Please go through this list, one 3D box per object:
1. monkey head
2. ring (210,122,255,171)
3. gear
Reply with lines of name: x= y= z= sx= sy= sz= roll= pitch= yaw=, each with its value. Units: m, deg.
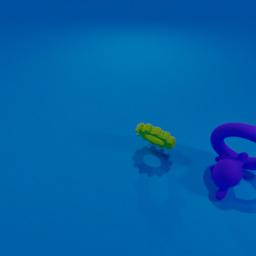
monkey head: x=2.397 y=1.059 z=6.501 sx=0.907 sy=1.260 sz=0.759 roll=21 pitch=14 yaw=-16
ring: x=2.742 y=0.462 z=6.604 sx=1.630 sy=1.630 sz=0.326 roll=21 pitch=62 yaw=24
gear: x=0.721 y=0.222 z=7.347 sx=1.080 sy=1.080 sz=0.200 roll=20 pitch=74 yaw=23
